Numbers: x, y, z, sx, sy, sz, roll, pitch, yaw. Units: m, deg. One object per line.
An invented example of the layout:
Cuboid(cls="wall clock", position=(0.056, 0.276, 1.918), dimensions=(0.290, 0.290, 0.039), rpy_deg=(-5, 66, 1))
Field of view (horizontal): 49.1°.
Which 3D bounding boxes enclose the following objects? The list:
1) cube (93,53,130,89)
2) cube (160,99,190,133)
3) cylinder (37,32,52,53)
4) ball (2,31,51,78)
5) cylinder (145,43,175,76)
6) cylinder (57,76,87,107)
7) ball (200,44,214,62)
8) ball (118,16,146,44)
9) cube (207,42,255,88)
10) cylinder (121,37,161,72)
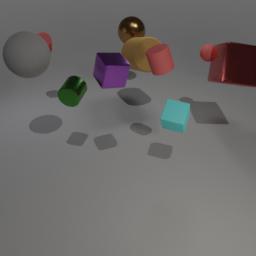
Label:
Cuboid(cls="cube", position=(-0.452, -1.538, 7.470), dimensions=(0.700, 0.700, 0.700), rpy_deg=(-8, 44, -27))
Cuboid(cls="cube", position=(1.434, -0.352, 8.445), dimensions=(0.700, 0.700, 0.700), rpy_deg=(15, 71, 18))
Cuboid(cls="cylinder", position=(-3.545, -3.509, 11.724), dimensions=(0.700, 0.700, 0.700), rpy_deg=(4, 74, -13))
Cuboid(cls="ball", position=(-3.104, -2.243, 8.627), dimensions=(1.400, 1.400, 1.400), rpy_deg=(0, 32, 0))
Cuboid(cls="cylinder", position=(0.950, -2.025, 8.283), dimensions=(0.700, 0.700, 0.700), rpy_deg=(-17, 32, 11))
Cuboid(cls="cylinder", position=(-1.684, -1.116, 8.521), dimensions=(0.700, 0.700, 0.700), rpy_deg=(8, 44, 13))
Cuboid(cls="ball", position=(3.243, -3.013, 11.244), dimensions=(0.700, 0.700, 0.700), rpy_deg=(0, 32, 0))
Cuboid(cls="ball", position=(0.180, -4.867, 14.074), dimensions=(1.400, 1.400, 1.400), rpy_deg=(0, 32, 0))
Cuboid(cls="cube", position=(3.944, -2.308, 10.329), dimensions=(1.400, 1.400, 1.400), rpy_deg=(7, 11, -6))
Cuboid(cls="cylinder", position=(0.598, -3.125, 11.896), dimensions=(1.400, 1.400, 1.400), rpy_deg=(-13, 20, -19))
